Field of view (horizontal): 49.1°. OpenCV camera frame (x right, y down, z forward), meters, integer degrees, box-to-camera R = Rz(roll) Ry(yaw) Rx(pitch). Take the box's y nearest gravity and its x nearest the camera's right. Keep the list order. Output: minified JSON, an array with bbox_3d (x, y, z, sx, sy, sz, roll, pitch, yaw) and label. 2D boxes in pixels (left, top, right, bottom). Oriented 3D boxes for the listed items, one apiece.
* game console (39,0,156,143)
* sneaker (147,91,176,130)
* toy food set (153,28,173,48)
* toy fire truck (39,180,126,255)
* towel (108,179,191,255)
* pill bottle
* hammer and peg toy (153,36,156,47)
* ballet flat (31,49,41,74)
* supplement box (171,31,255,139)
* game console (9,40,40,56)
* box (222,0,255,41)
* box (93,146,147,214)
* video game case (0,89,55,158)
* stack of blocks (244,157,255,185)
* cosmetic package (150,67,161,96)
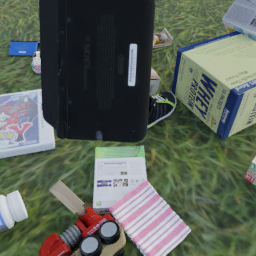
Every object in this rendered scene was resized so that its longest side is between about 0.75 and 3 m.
[{"bbox_3d":[-0.814,-1.365,5.805,2.587,2.941,1.712,3,14,2],"label":"game console"},{"bbox_3d":[0.849,-0.676,8.910,0.811,0.937,2.262,29,52,26],"label":"sneaker"},{"bbox_3d":[1.065,-4.081,12.554,1.610,0.486,1.155,-10,47,-10],"label":"toy food set"},{"bbox_3d":[-1.225,2.227,6.045,1.670,1.221,1.897,-32,43,-27],"label":"toy fire truck"},{"bbox_3d":[0.480,2.093,6.391,1.178,0.241,1.610,-36,68,-18],"label":"towel"},{"bbox_3d":[-3.103,2.027,6.353,1.435,0.816,0.816,-21,49,-19],"label":"pill bottle"},{"bbox_3d":[0.561,-3.631,11.891,1.171,0.413,0.862,6,36,10],"label":"hammer and peg toy"},{"bbox_3d":[-3.626,-2.725,11.222,0.470,0.484,1.361,-2,45,-17],"label":"ballet flat"},{"bbox_3d":[3.327,-1.520,9.135,2.666,1.790,2.663,-23,50,-21],"label":"supplement box"},{"bbox_3d":[-4.437,-3.481,12.236,1.175,0.695,1.003,2,77,2],"label":"game console"},{"bbox_3d":[4.870,-3.676,10.431,1.585,2.817,1.428,41,101,33],"label":"box"},{"bbox_3d":[-0.190,1.305,7.407,1.391,0.350,1.927,-1,47,-2],"label":"box"},{"bbox_3d":[-3.902,-0.162,8.830,2.969,0.341,2.705,-10,46,-10],"label":"video game case"},{"bbox_3d":[3.914,1.285,6.967,1.702,0.980,0.499,32,53,28],"label":"stack of blocks"},{"bbox_3d":[0.209,-1.979,10.078,1.067,0.900,2.064,-7,44,-26],"label":"cosmetic package"}]
